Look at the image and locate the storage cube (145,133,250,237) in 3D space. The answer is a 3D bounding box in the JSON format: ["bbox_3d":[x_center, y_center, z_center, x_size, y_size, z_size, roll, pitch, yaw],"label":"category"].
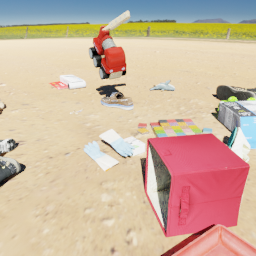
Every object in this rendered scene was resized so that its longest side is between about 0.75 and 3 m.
[{"bbox_3d":[1.464,1.212,6.544,1.740,1.655,1.936,-4,23,-11],"label":"storage cube"}]

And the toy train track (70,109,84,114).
[{"bbox_3d":[-2.404,-0.807,13.193,0.459,0.130,0.801,19,29,36],"label":"toy train track"}]

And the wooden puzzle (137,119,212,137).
[{"bbox_3d":[1.864,0.064,11.046,2.985,0.210,1.770,-3,23,-6],"label":"wooden puzzle"}]

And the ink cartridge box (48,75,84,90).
[{"bbox_3d":[-3.959,-2.949,17.811,1.700,0.431,1.930,-13,26,-31],"label":"ink cartridge box"}]

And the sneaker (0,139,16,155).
[{"bbox_3d":[-4.412,0.665,9.168,0.692,0.508,1.529,-4,6,16],"label":"sneaker"}]

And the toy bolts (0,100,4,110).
[{"bbox_3d":[-6.472,-0.960,13.073,1.343,0.975,1.406,-35,24,23],"label":"toy bolts"}]

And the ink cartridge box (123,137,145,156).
[{"bbox_3d":[0.145,0.620,9.616,0.554,0.320,0.762,-17,28,-34],"label":"ink cartridge box"}]

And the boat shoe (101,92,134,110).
[{"bbox_3d":[-0.541,-1.404,13.874,1.881,0.681,0.680,12,26,27],"label":"boat shoe"}]

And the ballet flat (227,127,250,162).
[{"bbox_3d":[3.507,0.753,8.969,0.802,0.802,2.310,11,30,24],"label":"ballet flat"}]

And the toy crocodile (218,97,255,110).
[{"bbox_3d":[5.308,-0.941,12.904,2.275,0.703,0.768,3,38,0],"label":"toy crocodile"}]

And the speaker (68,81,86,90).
[{"bbox_3d":[-3.116,-2.597,16.999,1.051,0.427,0.427,-12,26,-25],"label":"speaker"}]

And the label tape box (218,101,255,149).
[{"bbox_3d":[5.046,-0.243,10.901,2.039,0.895,2.827,-3,23,-6],"label":"label tape box"}]

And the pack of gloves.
[{"bbox_3d":[-0.618,0.763,9.257,1.331,0.313,1.584,-28,41,-25],"label":"pack of gloves"}]

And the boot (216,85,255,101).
[{"bbox_3d":[5.988,-1.758,14.479,1.819,0.884,2.416,-8,17,-28],"label":"boot"}]

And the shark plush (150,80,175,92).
[{"bbox_3d":[2.024,-2.415,16.544,1.461,0.664,0.609,1,53,-10],"label":"shark plush"}]

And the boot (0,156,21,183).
[{"bbox_3d":[-4.044,1.254,7.826,1.642,0.593,1.240,6,27,16],"label":"boot"}]

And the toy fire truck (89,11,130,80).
[{"bbox_3d":[-0.629,-3.656,12.219,1.557,2.421,2.131,-15,59,-21],"label":"toy fire truck"}]

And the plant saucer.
[{"bbox_3d":[1.690,2.784,4.460,2.283,0.420,2.288,-17,28,-34],"label":"plant saucer"}]
